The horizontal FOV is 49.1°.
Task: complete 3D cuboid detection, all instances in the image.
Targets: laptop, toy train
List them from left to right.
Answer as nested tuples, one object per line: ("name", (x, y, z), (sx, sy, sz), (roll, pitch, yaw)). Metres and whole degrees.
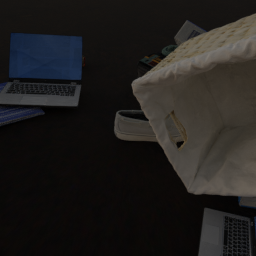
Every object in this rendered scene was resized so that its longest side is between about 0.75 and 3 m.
("laptop", (-2.750, -1.901, 8.921), (2.461, 1.523, 2.628), (1, 32, -5))
("toy train", (1.645, -1.782, 9.452), (1.672, 1.251, 2.935), (-32, 46, -21))
("laptop", (1.875, 1.653, 4.442), (1.342, 0.777, 1.256), (10, 34, 15))

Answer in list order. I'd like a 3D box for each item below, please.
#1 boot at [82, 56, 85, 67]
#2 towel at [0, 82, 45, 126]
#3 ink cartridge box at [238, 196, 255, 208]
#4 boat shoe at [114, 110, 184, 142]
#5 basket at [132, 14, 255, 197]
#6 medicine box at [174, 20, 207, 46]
("boot", (-2.232, -2.866, 11.697), (0.876, 0.426, 1.163), (-2, 37, -1))
("towel", (-3.989, -0.712, 8.598), (1.898, 0.313, 2.622), (-22, 40, -33))
("ink cartridge box", (2.931, 0.811, 5.722), (1.264, 0.736, 1.748), (5, 33, 14))
("boat shoe", (0.773, -0.169, 7.234), (2.253, 0.772, 0.811), (2, 33, 4))
("basket", (1.962, -0.423, 4.719), (2.565, 2.542, 2.063), (-10, 29, 44))
("medicine box", (2.465, -2.885, 9.848), (1.323, 0.748, 1.453), (38, 8, 17))
